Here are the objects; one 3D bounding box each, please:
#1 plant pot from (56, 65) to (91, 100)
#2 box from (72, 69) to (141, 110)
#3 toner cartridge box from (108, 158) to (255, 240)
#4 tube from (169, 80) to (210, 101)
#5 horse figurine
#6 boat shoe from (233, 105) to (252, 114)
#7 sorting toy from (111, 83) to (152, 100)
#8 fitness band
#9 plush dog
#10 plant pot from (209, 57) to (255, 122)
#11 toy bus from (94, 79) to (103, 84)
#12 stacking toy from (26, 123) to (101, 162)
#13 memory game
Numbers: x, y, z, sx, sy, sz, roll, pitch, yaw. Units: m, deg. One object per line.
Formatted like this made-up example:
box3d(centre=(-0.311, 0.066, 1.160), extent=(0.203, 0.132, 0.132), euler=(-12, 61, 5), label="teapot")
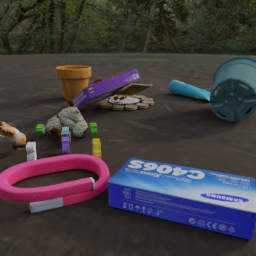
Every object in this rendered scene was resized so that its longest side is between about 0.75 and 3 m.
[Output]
box3d(centre=(-2.731, -2.292, 14.258), extent=(1.730, 1.583, 1.730), euler=(1, 18, 0), label="plant pot")
box3d(centre=(-0.962, -1.627, 11.996), extent=(2.653, 0.519, 1.815), euler=(-27, 0, -34), label="box")
box3d(centre=(1.033, 1.236, 5.412), extent=(2.611, 0.564, 1.240), euler=(7, 20, 20), label="toner cartridge box")
box3d(centre=(3.385, -1.893, 14.654), extent=(1.081, 0.703, 2.791), euler=(-21, 32, -35), label="tube")
box3d(centre=(-3.140, 0.163, 7.349), extent=(1.047, 1.580, 0.394), euler=(16, 66, 24), label="horse figurine")
box3d(centre=(4.223, -0.673, 10.972), extent=(1.187, 0.439, 0.506), euler=(10, 48, 50), label="boat shoe")
box3d(centre=(-0.032, -1.592, 12.149), extent=(1.388, 0.249, 1.863), euler=(-9, -8, -43), label="sorting toy")
box3d(centre=(-1.568, 1.083, 6.090), extent=(2.366, 0.443, 1.699), euler=(-7, 20, -23), label="fitness band")
box3d(centre=(-2.130, -0.198, 9.232), extent=(1.218, 1.138, 1.419), euler=(-31, 24, -9), label="plush dog")
box3d(centre=(4.326, -1.443, 11.125), extent=(2.298, 2.298, 2.250), euler=(9, 28, 24), label="plant pot")
box3d(centre=(-1.585, -2.387, 15.875), extent=(0.536, 0.790, 0.759), euler=(3, 11, 6), label="toy bus")
box3d(centre=(-1.783, 0.381, 8.097), extent=(1.857, 0.579, 2.463), euler=(-2, 17, -10), label="stacking toy")
box3d(centre=(-0.162, -1.252, 13.389), extent=(2.835, 0.181, 2.835), euler=(0, 19, 0), label="memory game")
